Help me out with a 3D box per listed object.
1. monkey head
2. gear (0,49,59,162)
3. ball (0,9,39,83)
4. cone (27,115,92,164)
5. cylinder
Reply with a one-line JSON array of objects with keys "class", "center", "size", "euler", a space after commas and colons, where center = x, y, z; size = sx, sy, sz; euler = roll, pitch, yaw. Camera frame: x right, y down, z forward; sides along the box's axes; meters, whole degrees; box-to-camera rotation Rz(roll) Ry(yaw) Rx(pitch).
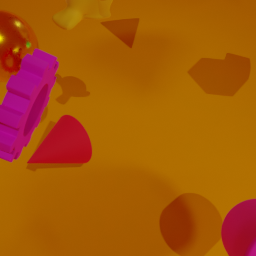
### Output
[{"class": "monkey head", "center": [-0.761, -2.151, 4.480], "size": [1.505, 0.907, 1.083], "euler": [33, 59, 13]}, {"class": "gear", "center": [-1.410, -0.305, 3.898], "size": [0.286, 1.544, 1.544], "euler": [23, 56, -9]}, {"class": "ball", "center": [-2.053, -1.323, 4.585], "size": [1.145, 1.145, 1.145], "euler": [0, 56, 0]}, {"class": "cone", "center": [-1.529, 0.453, 5.668], "size": [1.138, 1.138, 1.143], "euler": [39, 45, 24]}, {"class": "cylinder", "center": [2.154, 1.817, 4.191], "size": [1.217, 1.217, 1.217], "euler": [0, 92, 5]}]
